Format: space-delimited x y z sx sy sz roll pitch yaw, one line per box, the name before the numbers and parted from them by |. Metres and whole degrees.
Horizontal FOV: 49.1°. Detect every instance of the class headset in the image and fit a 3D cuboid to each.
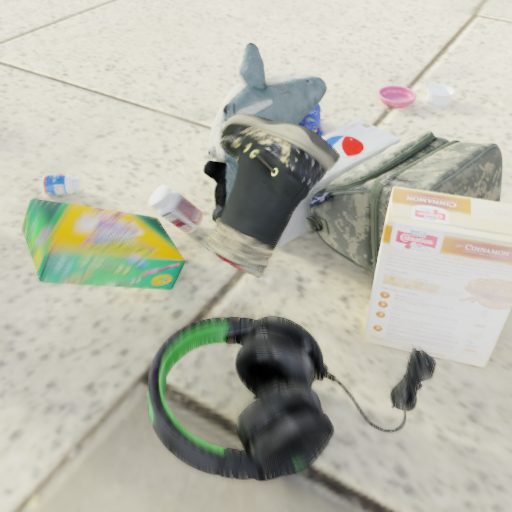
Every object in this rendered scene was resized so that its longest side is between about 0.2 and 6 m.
headset | 0.379 1.533 6.724 3.296 1.549 2.035 7 42 -8

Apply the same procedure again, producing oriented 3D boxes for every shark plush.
shark plush | 0.096 -2.505 11.120 1.856 2.024 4.456 20 43 2

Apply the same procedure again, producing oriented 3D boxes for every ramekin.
ramekin | 4.506 -3.935 13.771 0.644 0.314 0.644 0 42 0

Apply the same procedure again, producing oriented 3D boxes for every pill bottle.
pill bottle | -3.765 -1.389 10.887 0.681 0.382 0.382 -3 42 -3
pill bottle | -1.404 -0.819 9.813 0.503 0.881 0.503 -29 41 29

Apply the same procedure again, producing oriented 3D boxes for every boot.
boot | -0.195 -1.017 8.818 2.219 1.060 2.938 -60 33 -2

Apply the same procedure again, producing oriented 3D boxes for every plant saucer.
plant saucer | 3.446 -3.891 13.781 0.933 0.237 0.933 0 41 0

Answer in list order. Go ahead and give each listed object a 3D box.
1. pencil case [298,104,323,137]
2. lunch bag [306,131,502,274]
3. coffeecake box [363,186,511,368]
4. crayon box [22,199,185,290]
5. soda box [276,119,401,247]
pencil case | 1.217 -3.042 12.618 0.576 0.518 1.327 -1 42 5
lunch bag | 2.451 -0.884 9.343 2.678 1.866 2.246 -32 34 -32
coffeecake box | 2.491 0.327 7.543 1.743 2.271 0.830 11 43 12
crayon box | -2.332 -0.145 8.619 2.146 0.625 1.274 7 32 -39
soda box | 1.236 -1.437 10.460 3.196 1.017 1.088 -30 50 -29
